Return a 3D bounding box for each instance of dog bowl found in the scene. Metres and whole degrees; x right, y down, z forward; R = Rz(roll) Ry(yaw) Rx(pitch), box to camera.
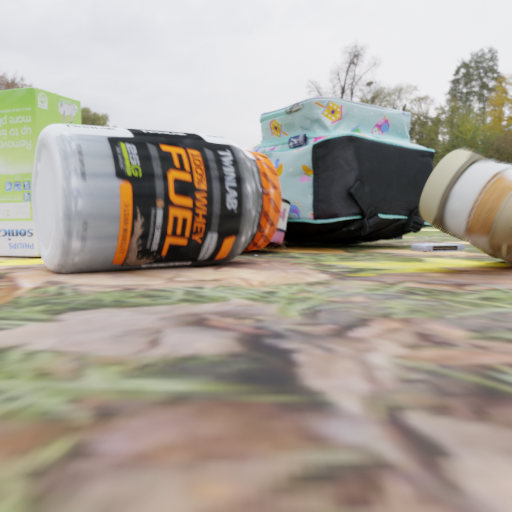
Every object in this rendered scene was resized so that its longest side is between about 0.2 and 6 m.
[{"bbox_3d":[-0.385,-0.508,9.438,1.956,0.721,1.956,-3,-5,0],"label":"dog bowl"}]

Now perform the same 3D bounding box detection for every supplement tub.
[{"bbox_3d":[-1.165,-0.671,6.786,2.719,1.665,1.665,-4,6,-31],"label":"supplement tub"}]

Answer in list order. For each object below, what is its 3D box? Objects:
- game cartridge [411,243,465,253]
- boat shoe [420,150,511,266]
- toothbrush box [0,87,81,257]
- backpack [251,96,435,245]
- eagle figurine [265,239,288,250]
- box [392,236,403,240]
[{"bbox_3d":[3.178,-0.143,9.867,0.801,0.162,0.534,-1,1,-16],"label":"game cartridge"},{"bbox_3d":[3.327,-0.353,6.689,3.418,1.278,1.169,2,25,-42],"label":"boat shoe"},{"bbox_3d":[-3.777,-1.246,8.836,1.802,2.475,1.065,2,5,23],"label":"toothbrush box"},{"bbox_3d":[1.278,-1.594,11.422,3.338,2.911,3.797,-5,-3,-38],"label":"backpack"},{"bbox_3d":[0.299,-0.317,10.487,0.488,0.491,0.647,-21,16,-10],"label":"eagle figurine"},{"bbox_3d":[3.218,-0.970,14.355,1.011,1.110,0.578,-3,5,-33],"label":"box"}]
